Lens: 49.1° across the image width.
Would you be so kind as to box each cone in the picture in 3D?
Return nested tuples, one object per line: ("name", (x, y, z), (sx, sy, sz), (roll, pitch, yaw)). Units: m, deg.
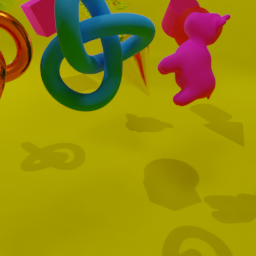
("cone", (0.161, -1.157, 5.682), (1.180, 1.185, 1.180), (-28, 0, 0))
("cone", (1.884, -2.430, 7.120), (1.156, 1.156, 1.160), (-5, 28, -8))

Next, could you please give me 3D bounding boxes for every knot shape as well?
("knot shape", (-3.304, -2.853, 6.061), (1.620, 1.731, 0.800), (3, 51, -1))
("knot shape", (-0.459, -1.122, 3.552), (1.655, 1.549, 0.765), (-41, 53, -11))
("knot shape", (-1.784, -0.702, 3.303), (1.307, 1.223, 0.604), (-10, -12, -10))

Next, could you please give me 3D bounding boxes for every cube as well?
("cube", (-2.983, -4.191, 10.308), (1.179, 1.179, 1.179), (-39, 38, -18))

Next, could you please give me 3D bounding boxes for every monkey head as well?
("monkey head", (-0.804, -3.380, 7.596), (1.676, 1.010, 1.206), (33, -6, 5))

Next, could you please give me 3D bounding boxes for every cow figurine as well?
("cow figurine", (1.228, -1.205, 4.831), (1.410, 1.433, 0.786), (-26, 5, 4))

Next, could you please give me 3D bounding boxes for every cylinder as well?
("cylinder", (1.522, -3.252, 8.191), (0.898, 0.898, 0.898), (3, 69, -9))
